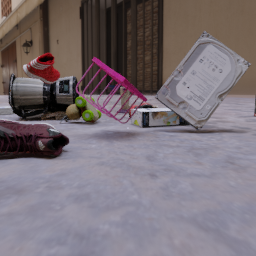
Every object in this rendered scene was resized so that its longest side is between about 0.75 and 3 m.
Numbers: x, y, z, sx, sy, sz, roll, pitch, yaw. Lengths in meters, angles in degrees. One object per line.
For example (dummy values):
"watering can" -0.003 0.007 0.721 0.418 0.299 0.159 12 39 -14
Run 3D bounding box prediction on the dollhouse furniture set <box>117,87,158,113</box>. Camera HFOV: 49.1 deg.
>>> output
"dollhouse furniture set" 0.616 -1.717 16.054 2.267 1.609 1.796 2 9 11

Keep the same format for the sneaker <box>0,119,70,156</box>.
"sneaker" -2.193 0.248 5.875 1.247 0.817 2.160 12 13 42

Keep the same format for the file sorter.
"file sorter" -0.482 -0.978 8.195 1.239 1.118 1.783 39 5 26

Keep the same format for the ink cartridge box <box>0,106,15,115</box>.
"ink cartridge box" -7.119 -0.878 14.585 1.044 0.412 2.100 8 11 43

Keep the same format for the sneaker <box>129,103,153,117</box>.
"sneaker" 0.833 -0.805 13.195 0.926 0.670 1.896 5 12 31

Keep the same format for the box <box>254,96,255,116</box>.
"box" 6.904 -1.172 14.212 1.593 1.091 0.318 -7 11 -43

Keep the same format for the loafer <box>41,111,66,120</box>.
"loafer" -3.278 -0.500 12.509 1.148 0.361 0.413 0 -34 -4

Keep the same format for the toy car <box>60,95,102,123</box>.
"toy car" -2.053 -0.540 11.422 1.513 1.193 1.242 -28 -1 13

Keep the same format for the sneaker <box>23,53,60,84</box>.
"sneaker" -2.341 -1.782 8.441 0.845 0.573 1.463 -26 -4 23

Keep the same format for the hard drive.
"hard drive" 2.368 -1.503 9.054 1.850 2.648 0.501 38 4 4

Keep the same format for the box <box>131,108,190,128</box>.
"box" 1.242 -0.428 10.873 2.033 0.611 1.186 -3 9 -21

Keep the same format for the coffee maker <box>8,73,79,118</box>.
"coffee maker" -3.756 -1.473 13.163 2.898 1.952 2.784 0 5 -7
